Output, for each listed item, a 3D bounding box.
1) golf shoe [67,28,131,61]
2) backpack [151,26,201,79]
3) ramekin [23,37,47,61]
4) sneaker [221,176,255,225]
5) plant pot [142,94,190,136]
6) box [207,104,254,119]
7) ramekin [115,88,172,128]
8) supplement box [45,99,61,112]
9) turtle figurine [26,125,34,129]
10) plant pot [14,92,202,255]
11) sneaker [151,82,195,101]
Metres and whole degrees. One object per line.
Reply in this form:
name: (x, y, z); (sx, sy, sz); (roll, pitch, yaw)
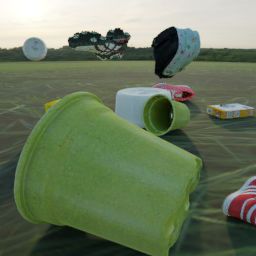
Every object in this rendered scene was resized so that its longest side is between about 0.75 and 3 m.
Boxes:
golf shoe: (-0.955, -2.819, 9.801); (2.440, 1.075, 0.942); (-17, 48, -35)
backpack: (1.502, -2.505, 8.963); (1.090, 1.437, 1.722); (-7, -13, -20)
ramekin: (-3.723, -3.184, 11.193); (0.947, 0.947, 0.497); (-5, 10, -15)
sneaker: (2.317, 1.291, 4.972); (1.274, 0.454, 0.717); (-22, 23, -35)
plant pot: (1.406, -0.440, 9.525); (1.261, 1.372, 1.372); (-1, 13, -44)
box: (4.392, -0.731, 11.826); (1.812, 0.376, 1.079); (-4, 17, -21)
ramekin: (0.601, -0.874, 10.924); (2.342, 1.142, 2.342); (0, 16, 0)
supplement box: (-2.184, -0.564, 10.299); (0.904, 0.898, 1.650); (6, 18, 19)
turtle figurine: (-2.073, 0.528, 7.053); (1.007, 1.039, 0.748); (2, 50, -7)
plant pot: (-0.098, 0.794, 4.240); (2.066, 2.247, 2.247); (19, 23, 22)
sneaker: (2.279, -1.828, 14.433); (2.528, 0.932, 1.097); (-4, 19, -15)
